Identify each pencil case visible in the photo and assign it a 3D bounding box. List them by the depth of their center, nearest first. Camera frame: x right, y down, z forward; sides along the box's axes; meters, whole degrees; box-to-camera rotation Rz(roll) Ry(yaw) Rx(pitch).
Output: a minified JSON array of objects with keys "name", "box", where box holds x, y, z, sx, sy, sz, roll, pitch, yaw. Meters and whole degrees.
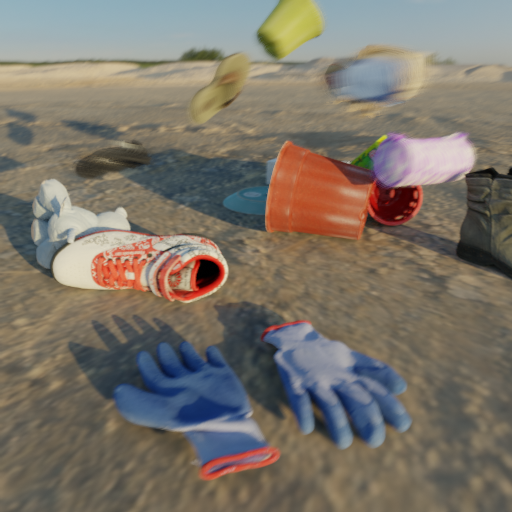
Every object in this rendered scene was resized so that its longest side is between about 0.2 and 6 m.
[{"name":"pencil case","box":[3.090,-1.764,10.177,2.166,0.926,0.909,-13,34,-40]}]

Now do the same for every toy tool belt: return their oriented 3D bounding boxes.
[{"name":"toy tool belt","box":[2.207,-3.425,11.095,2.114,1.320,1.299,5,42,26]}]

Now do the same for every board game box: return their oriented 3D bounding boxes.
[{"name":"board game box","box":[2.050,-1.704,12.274,2.101,0.500,1.067,-39,1,31]}]

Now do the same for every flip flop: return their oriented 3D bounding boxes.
[{"name":"flip flop","box":[-0.589,-3.119,10.508,0.507,0.714,1.761,17,57,33]}]

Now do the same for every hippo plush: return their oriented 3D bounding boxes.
[{"name":"hippo plush","box":[-2.994,-0.619,9.843,1.449,1.435,1.802,-2,-17,-39]}]

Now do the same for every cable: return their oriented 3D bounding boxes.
[{"name":"cable","box":[-2.495,-1.614,9.859,1.224,0.381,1.500,-23,4,-3]}]

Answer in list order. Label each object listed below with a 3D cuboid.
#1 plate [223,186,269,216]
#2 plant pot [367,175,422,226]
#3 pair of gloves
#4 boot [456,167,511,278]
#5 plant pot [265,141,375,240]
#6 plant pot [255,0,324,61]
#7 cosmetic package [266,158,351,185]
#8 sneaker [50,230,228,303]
[{"name":"plate","box":[0.234,-1.407,13.640,2.098,0.268,2.098,0,22,0]},{"name":"plant pot","box":[2.886,-1.338,12.168,1.198,1.198,1.091,1,15,1]},{"name":"pair of gloves","box":[0.037,1.468,6.193,3.033,0.346,2.438,-8,21,-23]},{"name":"boot","box":[4.510,-0.516,9.337,0.889,1.714,2.624,-15,26,-34]},{"name":"plant pot","box":[1.326,-1.180,11.201,1.840,1.892,1.892,14,24,12]},{"name":"plant pot","box":[0.584,-4.479,11.077,1.032,1.123,1.123,-47,37,-11]},{"name":"cosmetic package","box":[1.763,-2.133,14.873,2.792,0.707,1.152,11,24,27]},{"name":"sneaker","box":[-1.779,0.176,8.668,2.683,0.896,1.438,-4,18,-18]}]
